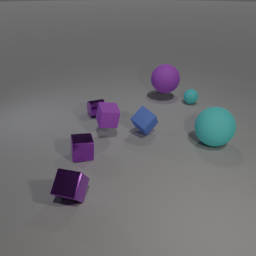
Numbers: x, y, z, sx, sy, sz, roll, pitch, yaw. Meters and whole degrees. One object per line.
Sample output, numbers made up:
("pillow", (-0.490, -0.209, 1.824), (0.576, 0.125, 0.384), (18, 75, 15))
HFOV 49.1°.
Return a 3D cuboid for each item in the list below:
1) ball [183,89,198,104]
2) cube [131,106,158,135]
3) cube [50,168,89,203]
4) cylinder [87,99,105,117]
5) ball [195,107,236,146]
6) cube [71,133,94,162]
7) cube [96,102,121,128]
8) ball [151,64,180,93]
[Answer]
("ball", (3.025, -1.520, 13.475), (0.700, 0.700, 0.700), (0, 28, 0))
("cube", (0.631, -0.279, 10.641), (0.700, 0.700, 0.700), (40, 83, 23))
("cube", (-1.529, 1.543, 7.472), (0.700, 0.700, 0.700), (7, 69, 14))
("cylinder", (-1.375, -0.879, 12.261), (0.700, 0.700, 0.700), (-11, 30, -22))
("ball", (3.073, -0.051, 9.895), (1.400, 1.400, 1.400), (0, 28, 0))
("cube", (-1.539, 0.647, 9.399), (0.700, 0.700, 0.700), (-4, 27, -15))
("cube", (-0.738, -0.471, 10.273), (0.700, 0.700, 0.700), (1, 35, -19))
("ball", (1.822, -2.401, 13.655), (1.400, 1.400, 1.400), (0, 28, 0))
